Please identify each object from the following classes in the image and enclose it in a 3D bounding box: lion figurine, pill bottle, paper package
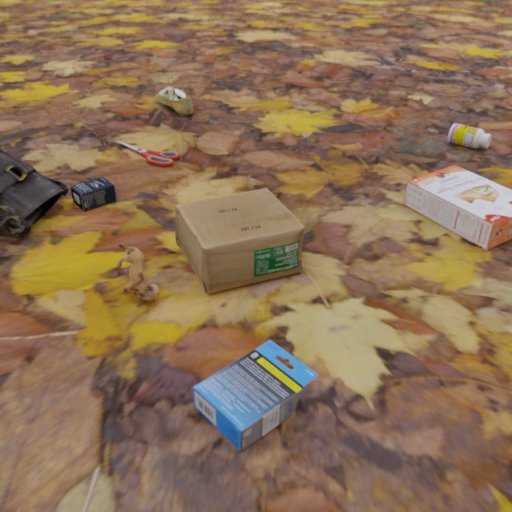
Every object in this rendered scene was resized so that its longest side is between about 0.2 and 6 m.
[{"bbox_3d":[-2.005,0.261,9.434,0.670,1.094,0.397,-15,3,44],"label":"lion figurine"},{"bbox_3d":[5.697,-3.168,14.937,1.017,0.530,0.530,23,40,30],"label":"pill bottle"},{"bbox_3d":[-0.328,-0.316,10.178,1.903,0.984,1.814,-12,35,-19],"label":"paper package"}]

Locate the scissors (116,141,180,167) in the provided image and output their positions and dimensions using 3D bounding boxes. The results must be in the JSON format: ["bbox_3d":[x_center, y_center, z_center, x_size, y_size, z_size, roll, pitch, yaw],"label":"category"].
[{"bbox_3d":[-2.982,-2.681,14.529,2.219,0.155,0.812,17,39,22],"label":"scissors"}]

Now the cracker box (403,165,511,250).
[{"bbox_3d":[4.429,-1.077,11.633,1.506,0.649,2.249,-20,39,-27],"label":"cracker box"}]

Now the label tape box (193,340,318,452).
[{"bbox_3d":[0.004,1.808,7.433,1.369,0.433,0.987,-26,41,-34],"label":"label tape box"}]

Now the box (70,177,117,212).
[{"bbox_3d":[-3.558,-1.362,12.278,0.803,0.419,0.594,-22,38,-31],"label":"box"}]

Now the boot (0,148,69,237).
[{"bbox_3d":[-5.575,-1.415,10.801,2.899,1.153,3.330,41,40,-4],"label":"boot"}]

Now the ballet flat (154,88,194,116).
[{"bbox_3d":[-2.564,-4.948,17.545,0.701,0.644,2.042,-21,39,-33],"label":"ballet flat"}]
